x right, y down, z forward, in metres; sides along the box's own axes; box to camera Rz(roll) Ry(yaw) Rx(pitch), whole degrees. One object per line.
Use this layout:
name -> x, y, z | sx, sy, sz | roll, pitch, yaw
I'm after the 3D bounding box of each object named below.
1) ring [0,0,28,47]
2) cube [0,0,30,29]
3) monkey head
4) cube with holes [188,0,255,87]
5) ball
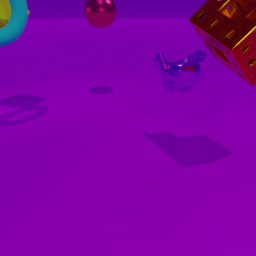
ring -> -3.285, -2.886, 6.513 | 0.392, 1.960, 1.960 | 8, 23, 43
cube -> -3.881, -3.282, 8.225 | 1.163, 1.163, 1.163 | -34, 16, 40
monkey head -> 1.092, -1.258, 6.115 | 0.828, 1.373, 0.988 | -24, 75, -23
cube with holes -> 1.944, -1.629, 4.591 | 1.121, 1.121, 1.121 | 31, 19, -46
ball -> -0.942, -3.980, 9.536 | 1.125, 1.125, 1.125 | 0, 23, 0
